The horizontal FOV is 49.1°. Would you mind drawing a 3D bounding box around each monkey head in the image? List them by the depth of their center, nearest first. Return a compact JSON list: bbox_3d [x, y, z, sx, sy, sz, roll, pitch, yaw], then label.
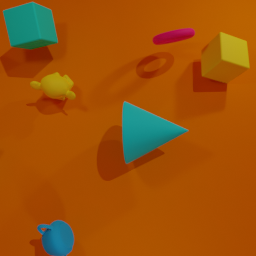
[{"bbox_3d":[-2.093,-1.100,8.179,1.356,0.975,0.817,16,40,3],"label":"monkey head"}]

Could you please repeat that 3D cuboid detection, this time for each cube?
[{"bbox_3d":[-2.860,-2.983,8.320,1.024,1.024,1.024,-8,99,16],"label":"cube"},{"bbox_3d":[2.915,-2.095,8.500,0.987,0.987,0.987,11,68,-18],"label":"cube"}]

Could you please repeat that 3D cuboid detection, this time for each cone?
[{"bbox_3d":[0.741,0.094,7.245,1.626,1.620,1.620,-2,69,5],"label":"cone"}]

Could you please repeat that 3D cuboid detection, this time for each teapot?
[{"bbox_3d":[-1.645,2.617,6.510,0.630,1.287,0.800,-25,31,11],"label":"teapot"}]

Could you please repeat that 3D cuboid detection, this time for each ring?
[{"bbox_3d":[1.346,-2.701,8.297,1.254,1.254,0.251,-12,101,-5],"label":"ring"}]
